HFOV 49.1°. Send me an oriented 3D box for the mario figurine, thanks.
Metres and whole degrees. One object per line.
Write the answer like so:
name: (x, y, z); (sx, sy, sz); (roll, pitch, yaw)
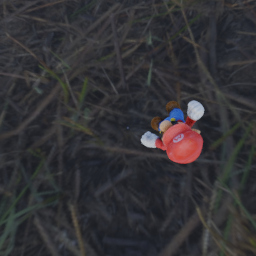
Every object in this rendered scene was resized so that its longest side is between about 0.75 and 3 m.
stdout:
mario figurine: (0.437, -0.031, 2.894); (0.531, 1.003, 0.619); (4, 109, -5)
